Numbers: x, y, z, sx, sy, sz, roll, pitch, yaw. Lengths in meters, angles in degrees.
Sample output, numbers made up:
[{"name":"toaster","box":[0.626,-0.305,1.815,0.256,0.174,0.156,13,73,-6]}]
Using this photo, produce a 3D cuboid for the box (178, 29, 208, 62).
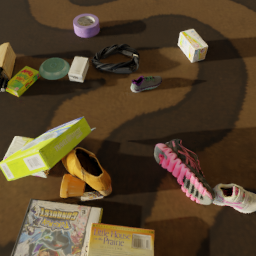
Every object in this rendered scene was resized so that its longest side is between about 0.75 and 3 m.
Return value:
[{"name":"box","box":[3.264,-4.166,14.158,0.761,0.844,1.501,-18,58,-12]}]

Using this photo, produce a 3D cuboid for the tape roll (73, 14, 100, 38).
[{"name":"tape roll","box":[-2.268,-5.623,15.360,1.382,0.587,1.382,0,55,-1]}]

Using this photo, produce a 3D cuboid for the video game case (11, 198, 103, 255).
[{"name":"video game case","box":[-2.247,3.533,8.974,2.530,0.323,2.287,6,55,4]}]

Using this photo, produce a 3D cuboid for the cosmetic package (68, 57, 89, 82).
[{"name":"cosmetic package","box":[-2.340,-2.820,13.417,0.691,0.497,1.225,9,54,6]}]

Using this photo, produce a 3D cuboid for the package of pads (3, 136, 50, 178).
[{"name":"package of pads","box":[-3.682,1.048,10.583,1.738,0.593,1.342,9,55,6]}]

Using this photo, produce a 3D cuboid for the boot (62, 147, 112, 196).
[{"name":"boot","box":[-1.573,1.142,9.652,2.674,1.914,0.941,35,66,28]}]

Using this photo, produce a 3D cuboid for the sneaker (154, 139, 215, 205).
[{"name":"sneaker","box":[2.251,1.430,10.143,1.343,1.113,2.817,-23,58,-29]}]

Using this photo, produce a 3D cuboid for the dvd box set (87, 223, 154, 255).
[{"name":"dvd box set","box":[-0.280,4.321,8.152,2.055,0.413,2.809,8,55,-6]}]

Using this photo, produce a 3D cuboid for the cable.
[{"name":"cable","box":[-0.624,-3.497,13.825,2.426,0.616,1.980,0,54,1]}]

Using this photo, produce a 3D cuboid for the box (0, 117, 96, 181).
[{"name":"box","box":[-2.437,0.536,9.036,1.762,0.689,2.891,-18,15,27]}]

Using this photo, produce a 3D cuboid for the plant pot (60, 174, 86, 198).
[{"name":"plant pot","box":[-1.890,2.059,9.764,0.737,0.805,0.805,9,55,-2]}]

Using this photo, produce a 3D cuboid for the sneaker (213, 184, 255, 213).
[{"name":"sneaker","box":[3.721,2.351,9.525,1.803,0.796,0.734,8,55,6]}]

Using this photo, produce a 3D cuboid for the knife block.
[{"name":"knife block","box":[-5.812,-2.707,12.912,2.280,0.831,2.597,26,58,28]}]

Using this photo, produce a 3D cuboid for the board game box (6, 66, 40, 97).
[{"name":"board game box","box":[-4.910,-2.191,13.038,0.772,0.362,1.520,24,58,16]}]

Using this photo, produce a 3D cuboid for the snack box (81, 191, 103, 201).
[{"name":"snack box","box":[-1.270,2.406,9.921,0.771,0.094,0.277,-6,55,-4]}]

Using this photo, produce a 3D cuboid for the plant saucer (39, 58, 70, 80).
[{"name":"plant saucer","box":[-3.604,-2.977,13.666,1.497,0.269,1.497,0,55,0]}]

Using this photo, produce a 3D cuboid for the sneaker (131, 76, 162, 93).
[{"name":"sneaker","box":[0.887,-2.141,12.801,1.589,0.695,0.591,-24,58,-15]}]
